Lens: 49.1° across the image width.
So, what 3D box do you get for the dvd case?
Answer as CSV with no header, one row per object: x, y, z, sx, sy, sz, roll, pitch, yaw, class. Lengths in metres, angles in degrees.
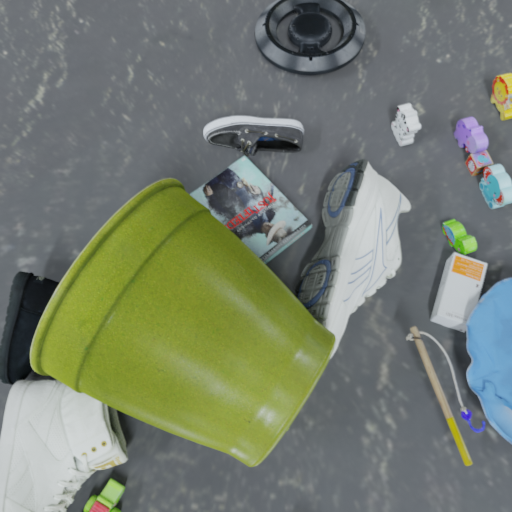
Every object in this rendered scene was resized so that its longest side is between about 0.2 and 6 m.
-0.128,-0.827,10.517,1.443,0.218,1.976,-37,73,-14,dvd case

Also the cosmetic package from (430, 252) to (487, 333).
3.547,0.633,9.802,0.627,0.440,1.236,19,70,7,cosmetic package

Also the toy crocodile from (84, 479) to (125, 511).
-2.503,4.076,8.394,0.499,0.457,1.480,32,71,12,toy crocodile

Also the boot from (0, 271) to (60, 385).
-3.139,1.316,9.068,1.698,0.772,2.021,13,103,-5,boot

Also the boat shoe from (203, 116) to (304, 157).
-0.032,-2.241,10.886,1.967,0.688,0.652,0,65,-8,boat shoe

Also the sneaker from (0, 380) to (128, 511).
-2.845,3.343,8.327,1.792,1.142,3.100,-4,67,2,sneaker

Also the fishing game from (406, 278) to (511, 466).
4.851,1.803,9.240,4.342,0.675,3.109,-20,75,-12,fishing game

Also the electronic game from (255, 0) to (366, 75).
1.149,-4.781,11.965,2.357,0.490,2.357,-1,64,2,electronic game

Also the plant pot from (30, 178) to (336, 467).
-0.771,1.211,8.168,3.294,3.421,3.421,34,72,6,plant pot

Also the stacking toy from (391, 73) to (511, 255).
4.353,-1.789,10.616,2.501,0.779,3.317,-17,69,-7,stacking toy

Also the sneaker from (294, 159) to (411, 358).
1.730,0.163,9.551,1.543,1.320,3.543,24,81,-20,sneaker
